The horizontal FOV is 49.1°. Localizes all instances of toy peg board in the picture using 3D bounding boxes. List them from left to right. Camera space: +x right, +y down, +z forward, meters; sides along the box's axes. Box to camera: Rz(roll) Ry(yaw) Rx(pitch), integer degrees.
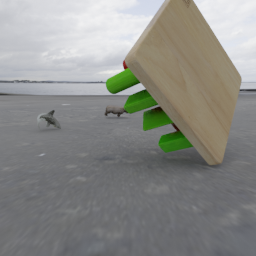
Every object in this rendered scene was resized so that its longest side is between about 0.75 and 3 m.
[{"bbox_3d":[0.668,-0.682,3.998,0.890,1.819,1.812,-17,35,44],"label":"toy peg board"}]

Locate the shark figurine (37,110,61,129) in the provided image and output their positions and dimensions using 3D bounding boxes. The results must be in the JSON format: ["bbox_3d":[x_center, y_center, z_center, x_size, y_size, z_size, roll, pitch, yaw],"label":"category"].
[{"bbox_3d":[-1.900,-0.272,6.612,0.396,0.567,0.949,-40,-11,10],"label":"shark figurine"}]

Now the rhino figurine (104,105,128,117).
[{"bbox_3d":[-0.283,-0.597,9.603,1.038,0.310,0.454,1,-27,-8],"label":"rhino figurine"}]
